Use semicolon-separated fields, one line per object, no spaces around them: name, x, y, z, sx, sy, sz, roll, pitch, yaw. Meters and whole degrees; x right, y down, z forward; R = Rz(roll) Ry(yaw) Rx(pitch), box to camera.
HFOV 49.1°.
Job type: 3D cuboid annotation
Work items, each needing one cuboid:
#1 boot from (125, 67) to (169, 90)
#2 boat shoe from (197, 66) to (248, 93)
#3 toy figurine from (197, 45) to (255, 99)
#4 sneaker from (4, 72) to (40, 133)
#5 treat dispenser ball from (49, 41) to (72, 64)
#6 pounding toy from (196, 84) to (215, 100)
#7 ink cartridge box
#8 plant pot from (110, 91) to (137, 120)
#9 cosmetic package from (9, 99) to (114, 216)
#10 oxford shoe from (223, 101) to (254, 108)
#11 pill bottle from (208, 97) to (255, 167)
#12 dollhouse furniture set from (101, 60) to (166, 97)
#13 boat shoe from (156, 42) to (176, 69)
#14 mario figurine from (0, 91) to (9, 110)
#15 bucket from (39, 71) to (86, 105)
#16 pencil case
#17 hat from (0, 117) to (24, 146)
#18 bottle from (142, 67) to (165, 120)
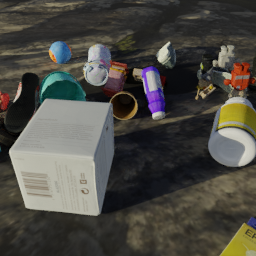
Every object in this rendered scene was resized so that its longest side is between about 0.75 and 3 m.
boot;0.756;-2.328;13.529;2.091;0.787;1.563;-11;38;-16
boat shoe;4.647;-2.428;13.491;0.813;1.019;2.694;-32;47;-27
toy figurine;4.842;-2.512;13.048;2.707;1.883;2.665;-32;41;-33
sneaker;-4.051;-0.697;10.971;0.935;1.500;2.800;11;54;-13
treat dispenser ball;-3.808;-4.246;15.801;1.223;1.223;1.223;0;36;0
pounding toy;3.104;-1.514;11.469;0.842;0.482;0.483;-41;77;5
ink cartridge box;3.405;3.230;6.242;2.326;0.553;2.353;29;47;34
plant pot;-0.135;-1.084;11.742;1.128;1.128;1.210;3;23;4
cosmetic package;-1.673;0.741;8.194;2.173;2.186;2.613;4;37;5
oxford shoe;4.763;-0.562;11.082;2.096;0.885;0.762;16;37;18
pill bottle;3.747;-0.008;9.801;1.494;1.494;2.668;13;38;18
dollhouse furniture set;0.282;-1.937;12.355;2.572;1.046;1.384;13;82;9
boat shoe;2.301;-4.182;16.239;0.882;1.040;2.856;42;26;-16
mario figurine;-5.944;-1.107;11.736;1.868;0.990;1.153;-27;44;-30
bucket;-2.748;-1.373;11.496;1.847;1.847;1.201;-14;35;-19
pencil case;-1.557;-3.321;14.508;1.304;1.195;2.874;20;33;-14
hat;-4.370;0.263;10.106;1.480;0.597;1.480;35;11;-8
bottle;1.096;-1.431;11.603;0.704;0.900;2.156;-16;70;20
